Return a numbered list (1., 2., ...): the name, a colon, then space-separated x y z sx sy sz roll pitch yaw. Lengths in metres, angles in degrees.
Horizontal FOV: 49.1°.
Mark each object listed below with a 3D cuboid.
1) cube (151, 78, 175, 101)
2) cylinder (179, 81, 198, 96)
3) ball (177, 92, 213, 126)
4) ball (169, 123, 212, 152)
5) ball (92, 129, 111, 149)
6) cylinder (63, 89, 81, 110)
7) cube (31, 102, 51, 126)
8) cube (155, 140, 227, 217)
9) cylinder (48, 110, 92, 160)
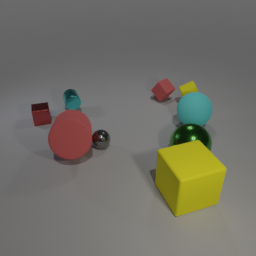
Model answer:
1. cube: 1.680 -1.826 13.344 0.700 0.700 0.700 -29 78 -39
2. cylinder: 2.821 -1.730 13.000 0.700 0.700 0.700 -23 32 10
3. ball: 2.661 -0.729 11.221 1.400 1.400 1.400 0 33 0
4. ball: 2.105 0.522 9.447 1.400 1.400 1.400 0 33 0
5. ball: -0.986 0.401 10.254 0.700 0.700 0.700 0 33 0
6. cylinder: -2.476 -1.258 12.329 0.700 0.700 0.700 -11 37 -17
7. cube: -3.661 -0.592 11.824 0.700 0.700 0.700 -10 34 -15
8. cube: 1.726 1.407 8.068 1.400 1.400 1.400 -12 35 -17
9. cylinder: -1.951 0.190 9.656 1.400 1.400 1.400 -4 16 -7
